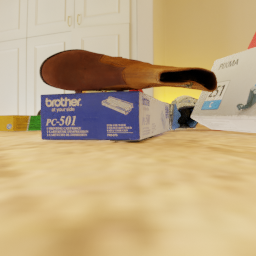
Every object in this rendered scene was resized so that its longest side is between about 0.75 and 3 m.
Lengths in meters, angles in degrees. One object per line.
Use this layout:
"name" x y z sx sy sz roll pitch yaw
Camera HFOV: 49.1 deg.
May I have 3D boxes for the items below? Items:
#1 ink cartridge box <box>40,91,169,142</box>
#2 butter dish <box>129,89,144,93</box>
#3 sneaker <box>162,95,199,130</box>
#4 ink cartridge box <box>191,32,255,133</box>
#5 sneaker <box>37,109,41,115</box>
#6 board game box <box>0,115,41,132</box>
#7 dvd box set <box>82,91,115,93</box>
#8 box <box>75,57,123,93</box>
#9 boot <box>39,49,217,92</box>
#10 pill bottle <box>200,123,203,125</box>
"ink cartridge box" -0.104 -0.155 4.063 1.143 0.538 2.432 0 2 14
"butter dish" 0.109 -0.755 11.396 1.389 1.873 1.879 -25 7 -3
"sneaker" 1.354 -0.279 6.545 0.906 0.819 2.127 11 19 39
"ink cartridge box" 2.256 -1.067 4.155 0.600 2.365 2.684 27 -5 -16
"sneaker" -3.738 -0.696 14.875 2.861 1.055 1.251 5 -3 17
"board game box" -2.580 -0.115 6.489 1.684 0.340 1.288 1 2 34
"dvd box set" -0.641 -0.512 6.123 0.841 1.149 0.169 -3 12 -44
"box" -1.262 -1.687 13.052 2.082 2.104 2.536 0 -39 -2
"boot" -0.069 -0.465 2.654 1.261 0.459 1.340 4 12 -31
"pill bottle" 3.946 -0.817 12.986 1.414 1.414 2.539 -1 2 -27
